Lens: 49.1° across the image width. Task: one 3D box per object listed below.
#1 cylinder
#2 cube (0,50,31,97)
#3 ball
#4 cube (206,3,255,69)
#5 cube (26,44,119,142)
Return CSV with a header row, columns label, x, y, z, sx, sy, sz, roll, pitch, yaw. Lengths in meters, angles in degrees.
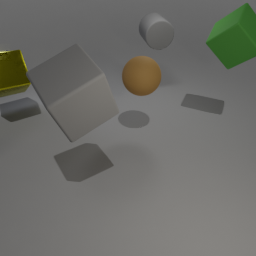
label,x,y,z,sx,sy,sz,roll,pitch,yaw
cylinder,1.356,-4.708,13.613,1.400,1.400,1.400,-6,37,-10
cube,-4.840,-2.105,11.092,1.400,1.400,1.400,-20,2,-31
ball,0.482,-1.839,9.940,1.400,1.400,1.400,0,32,0
cube,3.946,-3.279,10.131,1.400,1.400,1.400,-23,30,52
cube,-1.264,-0.812,6.614,1.400,1.400,1.400,-33,55,-9
